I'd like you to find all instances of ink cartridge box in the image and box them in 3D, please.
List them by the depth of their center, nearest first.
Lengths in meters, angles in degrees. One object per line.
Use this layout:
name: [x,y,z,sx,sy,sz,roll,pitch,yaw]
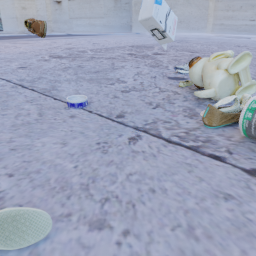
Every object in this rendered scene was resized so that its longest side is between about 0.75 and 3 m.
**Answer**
ink cartridge box: [1.237,-3.861,10.262,0.641,1.095,1.888,-3,-22,39]

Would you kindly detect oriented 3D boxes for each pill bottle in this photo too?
pill bottle: [4.322,-0.030,7.499,1.288,1.288,2.278,-16,26,-33]

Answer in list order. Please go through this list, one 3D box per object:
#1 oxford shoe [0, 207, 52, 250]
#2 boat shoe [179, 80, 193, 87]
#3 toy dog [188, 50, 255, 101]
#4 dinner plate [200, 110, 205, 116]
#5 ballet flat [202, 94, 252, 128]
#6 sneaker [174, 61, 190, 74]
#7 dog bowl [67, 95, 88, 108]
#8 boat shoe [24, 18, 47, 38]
oxford shoe: [-2.139,1.662,4.502,1.769,0.665,0.511,-8,-8,-21]
boat shoe: [2.931,-2.280,14.037,0.991,0.312,0.361,-16,28,-34]
toy dog: [3.845,-2.238,12.426,2.740,1.972,2.826,-39,30,1]
dinner plate: [3.264,-0.507,10.114,1.262,0.153,1.262,1,22,0]
ballet flat: [3.654,-0.646,9.395,2.608,0.943,0.884,-8,25,-18]
sneaker: [3.818,-3.770,16.785,2.122,0.904,0.818,-3,23,-6]
dog bowl: [-2.014,-1.054,11.147,0.816,0.321,0.816,0,24,0]
boat shoe: [-2.692,-2.902,8.091,0.459,0.486,1.351,2,18,-32]
